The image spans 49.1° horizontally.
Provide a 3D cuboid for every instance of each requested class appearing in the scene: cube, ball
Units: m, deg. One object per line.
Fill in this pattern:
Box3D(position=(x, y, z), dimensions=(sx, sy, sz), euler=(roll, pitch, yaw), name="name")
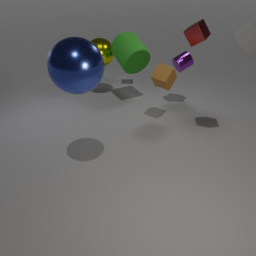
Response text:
Box3D(position=(1.434, -2.039, 11.160), dimensions=(0.700, 0.700, 0.700), euler=(26, 80, 29), name="cube")
Box3D(position=(3.758, -2.713, 8.599), dimensions=(0.700, 0.700, 0.700), euler=(-35, 28, 31), name="cube")
Box3D(position=(-1.366, -3.686, 13.700), dimensions=(1.400, 1.400, 1.400), euler=(0, 29, 0), name="ball")
Box3D(position=(2.789, -3.830, 11.292), dimensions=(0.700, 0.700, 0.700), euler=(-17, 23, 44), name="cube")
Box3D(position=(-1.288, -1.538, 6.971), dimensions=(1.400, 1.400, 1.400), euler=(0, 29, 0), name="ball")

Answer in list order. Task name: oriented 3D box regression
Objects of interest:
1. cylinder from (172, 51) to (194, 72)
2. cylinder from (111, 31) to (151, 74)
Box3D(position=(2.447, -2.960, 12.498), dimensions=(0.700, 0.700, 0.700), euler=(-32, 35, -2), name="cylinder")
Box3D(position=(0.111, -3.466, 12.937), dimensions=(1.400, 1.400, 1.400), euler=(-16, 57, -26), name="cylinder")
